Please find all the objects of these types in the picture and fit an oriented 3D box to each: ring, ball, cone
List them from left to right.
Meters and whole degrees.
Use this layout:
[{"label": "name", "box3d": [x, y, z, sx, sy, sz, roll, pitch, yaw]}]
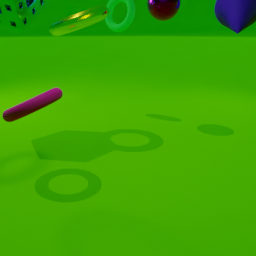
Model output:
[{"label": "ring", "box3d": [-1.781, -0.444, 5.271, 1.180, 0.236, 1.180, -23, 14, 6]}, {"label": "ring", "box3d": [-1.270, -2.799, 7.275, 1.631, 0.326, 1.631, -16, 26, 8]}, {"label": "ring", "box3d": [-0.273, -3.721, 9.053, 1.180, 1.180, 0.236, 15, 12, 35]}, {"label": "ball", "box3d": [1.015, -3.545, 7.953, 0.944, 0.944, 0.944, 0, 20, 0]}, {"label": "cone", "box3d": [3.345, -3.285, 8.482, 1.507, 1.507, 1.512, 6, 51, 17]}]

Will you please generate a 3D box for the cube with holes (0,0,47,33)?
[{"label": "cube with holes", "box3d": [-3.021, -3.456, 6.940, 1.317, 1.317, 1.317, 18, 58, 6]}]
